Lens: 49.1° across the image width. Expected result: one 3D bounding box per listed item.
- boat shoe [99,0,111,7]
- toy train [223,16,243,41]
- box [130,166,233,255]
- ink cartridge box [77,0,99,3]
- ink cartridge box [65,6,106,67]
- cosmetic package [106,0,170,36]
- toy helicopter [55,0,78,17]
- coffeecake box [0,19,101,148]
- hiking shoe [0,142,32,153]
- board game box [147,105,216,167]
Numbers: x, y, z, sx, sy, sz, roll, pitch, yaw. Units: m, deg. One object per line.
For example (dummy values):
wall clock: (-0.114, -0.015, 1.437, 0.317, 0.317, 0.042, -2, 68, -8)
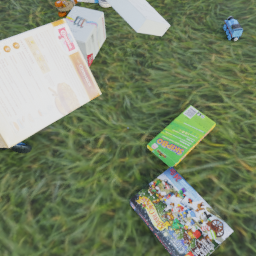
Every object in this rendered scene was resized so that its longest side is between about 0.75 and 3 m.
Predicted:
boat shoe: (-0.650, -6.913, 13.506, 0.889, 1.104, 2.381, 25, 61, 14)
toy train: (4.562, -4.350, 12.194, 0.507, 0.668, 1.170, -6, 59, -4)
box: (1.470, 2.559, 8.079, 1.704, 0.470, 2.495, -35, 65, -19)
ink cartridge box: (-1.922, -6.490, 13.682, 1.105, 0.369, 0.640, 6, 59, 4)
ink cartridge box: (-1.874, -3.738, 11.406, 1.357, 1.364, 1.877, 17, 60, 10)
cosmetic package: (0.281, -2.907, 7.051, 1.220, 0.418, 1.619, 47, 29, 11)
toy helicopter: (-2.944, -5.958, 13.263, 1.029, 0.614, 1.555, -19, 48, -5)
coffeecake box: (-2.259, -1.086, 6.627, 2.665, 0.974, 2.046, -36, 108, -32)
hiking shoe: (-3.795, 0.476, 9.351, 1.285, 0.478, 0.557, 10, 60, 6)
board game box: (1.819, 0.276, 9.568, 2.376, 0.356, 1.135, -39, 65, -24)
